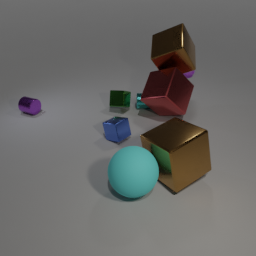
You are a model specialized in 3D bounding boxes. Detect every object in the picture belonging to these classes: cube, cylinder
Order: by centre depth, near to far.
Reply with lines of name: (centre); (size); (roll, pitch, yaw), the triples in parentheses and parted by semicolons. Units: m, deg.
cube: (1.405, 0.723, 8.216); (1.400, 1.400, 1.400); (-26, 30, -23)
cube: (-0.407, 0.033, 10.352); (0.700, 0.700, 0.700); (8, 28, 44)
cube: (1.611, -1.446, 11.473); (1.400, 1.400, 1.400); (0, 63, 47)
cube: (1.891, -3.134, 11.580); (1.400, 1.400, 1.400); (-13, 55, 30)
cylinder: (-4.296, -0.982, 12.261); (0.700, 0.700, 0.700); (14, 33, 24)
cube: (-0.341, -1.279, 12.301); (0.700, 0.700, 0.700); (5, 5, 24)
cylinder: (0.741, -1.228, 12.686); (0.700, 0.700, 0.700); (0, 30, 0)

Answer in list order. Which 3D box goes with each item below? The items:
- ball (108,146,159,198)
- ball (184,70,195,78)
ball: (0.141, 1.195, 7.693); (1.400, 1.400, 1.400); (0, 30, 0)
ball: (3.122, -2.945, 14.589); (0.700, 0.700, 0.700); (0, 30, 0)
